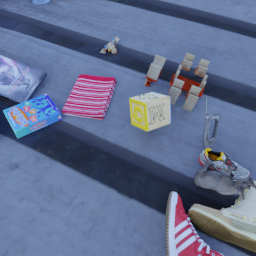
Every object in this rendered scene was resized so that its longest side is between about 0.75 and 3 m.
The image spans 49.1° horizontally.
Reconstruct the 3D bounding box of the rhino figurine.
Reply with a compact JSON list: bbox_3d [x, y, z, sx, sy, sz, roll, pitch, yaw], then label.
[{"bbox_3d":[2.815,1.554,8.187,1.970,0.589,0.861,10,49,49],"label":"rhino figurine"}]

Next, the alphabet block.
[{"bbox_3d":[0.762,-0.586,9.637,1.042,1.023,1.017,-18,24,-30],"label":"alphabet block"}]

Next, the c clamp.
[{"bbox_3d":[2.744,-0.131,9.135,0.247,1.825,1.559,7,90,30],"label":"c clamp"}]

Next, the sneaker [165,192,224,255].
[{"bbox_3d":[1.689,2.873,7.227,1.403,0.889,2.495,0,56,5],"label":"sneaker"}]

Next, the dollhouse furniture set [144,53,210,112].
[{"bbox_3d":[1.990,-1.964,11.592,2.404,1.252,2.431,23,52,5],"label":"dollhouse furniture set"}]

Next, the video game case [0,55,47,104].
[{"bbox_3d":[-4.976,-2.062,11.608,2.582,0.245,1.845,20,57,3],"label":"video game case"}]

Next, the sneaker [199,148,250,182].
[{"bbox_3d":[3.050,1.168,8.903,1.604,0.659,0.624,24,53,19],"label":"sneaker"}]

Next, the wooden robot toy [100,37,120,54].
[{"bbox_3d":[-0.777,-3.834,13.596,0.605,0.587,1.333,45,54,-9],"label":"wooden robot toy"}]

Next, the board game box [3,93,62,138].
[{"bbox_3d":[-3.586,-0.497,10.557,1.765,0.397,1.342,-27,54,-22],"label":"board game box"}]

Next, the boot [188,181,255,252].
[{"bbox_3d":[2.999,2.214,7.840,2.337,0.851,1.817,19,51,14],"label":"boot"}]

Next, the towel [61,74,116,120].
[{"bbox_3d":[-1.533,-1.342,11.407,1.722,0.268,2.381,7,49,8],"label":"towel"}]
